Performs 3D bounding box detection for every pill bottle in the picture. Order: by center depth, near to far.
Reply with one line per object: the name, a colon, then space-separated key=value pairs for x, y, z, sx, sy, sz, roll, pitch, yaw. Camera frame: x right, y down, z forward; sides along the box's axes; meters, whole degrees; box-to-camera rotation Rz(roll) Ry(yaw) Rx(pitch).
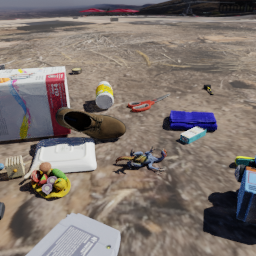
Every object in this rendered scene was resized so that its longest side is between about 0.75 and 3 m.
pill bottle: x=-0.955 y=-1.371 z=11.295 sx=0.706 sy=0.706 sz=1.252 roll=-3 pitch=36 yaw=-5

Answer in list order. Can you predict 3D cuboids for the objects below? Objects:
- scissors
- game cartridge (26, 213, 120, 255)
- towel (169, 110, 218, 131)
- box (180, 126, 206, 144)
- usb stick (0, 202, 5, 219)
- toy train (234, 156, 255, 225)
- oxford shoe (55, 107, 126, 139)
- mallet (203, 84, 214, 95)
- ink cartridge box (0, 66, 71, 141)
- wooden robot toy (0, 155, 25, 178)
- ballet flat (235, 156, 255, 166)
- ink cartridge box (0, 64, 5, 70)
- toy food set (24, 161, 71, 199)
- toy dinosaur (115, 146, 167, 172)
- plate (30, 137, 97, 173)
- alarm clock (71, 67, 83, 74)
scissors: x=1.075 y=-1.054 z=11.600 sx=2.397 sy=0.167 sz=0.877 roll=-15 pitch=28 yaw=-29
game cartridge: x=-1.039 y=2.335 z=4.672 sx=1.350 sy=0.415 sz=2.028 roll=11 pitch=29 yaw=27
towel: x=2.269 y=-0.328 z=9.847 sx=1.612 sy=0.399 sz=1.191 roll=3 pitch=28 yaw=6
box: x=2.093 y=0.215 z=8.982 sx=0.888 sy=0.218 sz=0.365 roll=-21 pitch=34 yaw=-35
usb stick: x=-3.532 y=1.825 z=5.730 sx=1.858 sy=0.303 sz=0.515 roll=-5 pitch=27 yaw=-10
toy train: x=3.531 y=1.427 z=5.732 sx=2.612 sy=1.132 sz=1.492 roll=12 pitch=38 yaw=18
oxford shoe: x=-1.011 y=-0.058 z=8.372 sx=2.210 sy=0.803 sz=0.933 roll=10 pitch=2 yaw=-23
mallet: x=3.711 y=-1.756 z=12.921 sx=0.337 sy=0.211 sz=1.024 roll=3 pitch=31 yaw=5
ink cartridge box: x=-3.282 y=-0.855 z=9.208 sx=2.604 sy=1.884 sz=1.892 roll=-6 pitch=26 yaw=-10
wooden robot toy: x=-3.870 y=0.823 z=6.802 sx=2.464 sy=1.118 sz=1.086 roll=-2 pitch=27 yaw=-2
ballet flat: x=3.409 y=0.927 z=7.495 sx=1.040 sy=0.348 sz=0.349 roll=9 pitch=14 yaw=20
ink cartridge box: x=-5.891 y=-1.851 z=10.936 sx=2.035 sy=2.509 sz=0.629 roll=-15 pitch=72 yaw=-27
toy food set: x=-1.936 y=1.160 z=6.692 sx=1.248 sy=0.408 sz=0.734 roll=29 pitch=48 yaw=26
toy dinosaur: x=0.485 y=0.759 z=7.627 sx=1.116 sy=0.646 sz=1.229 roll=2 pitch=5 yaw=-45
plate: x=-1.806 y=0.683 z=7.979 sx=1.743 sy=0.282 sz=1.739 roll=-3 pitch=26 yaw=-8
alarm clock: x=-2.877 y=-3.139 z=15.502 sx=0.570 sy=0.281 sz=0.845 roll=10 pitch=27 yaw=18
